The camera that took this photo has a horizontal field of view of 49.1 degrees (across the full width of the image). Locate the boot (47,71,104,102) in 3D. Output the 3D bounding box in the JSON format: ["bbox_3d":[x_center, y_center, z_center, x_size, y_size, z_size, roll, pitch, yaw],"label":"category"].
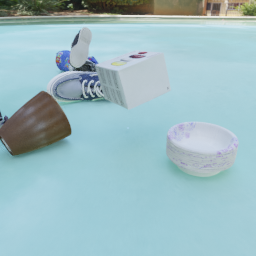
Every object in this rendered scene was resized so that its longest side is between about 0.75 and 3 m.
[{"bbox_3d":[-1.202,-1.425,9.519,2.843,1.034,1.284,-18,25,-36],"label":"boot"}]

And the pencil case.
[{"bbox_3d":[-2.381,-2.994,12.999,2.512,1.091,0.980,25,5,42],"label":"pencil case"}]

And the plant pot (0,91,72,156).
[{"bbox_3d":[-2.202,0.011,6.403,1.337,1.250,1.250,-37,40,-28],"label":"plant pot"}]

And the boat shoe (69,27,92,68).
[{"bbox_3d":[-1.000,-1.601,5.668,0.363,0.983,0.296,26,-28,-34],"label":"boat shoe"}]

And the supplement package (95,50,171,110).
[{"bbox_3d":[0.089,-1.049,5.822,1.068,0.821,1.116,-26,27,-20],"label":"supplement package"}]

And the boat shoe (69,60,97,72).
[{"bbox_3d":[-1.334,-2.187,11.014,0.620,0.752,2.190,29,14,34],"label":"boat shoe"}]

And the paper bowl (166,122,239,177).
[{"bbox_3d":[1.482,0.460,5.746,1.402,0.729,1.402,0,24,0],"label":"paper bowl"}]

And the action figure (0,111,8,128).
[{"bbox_3d":[-3.928,0.098,6.623,1.323,0.706,2.034,33,43,31],"label":"action figure"}]
